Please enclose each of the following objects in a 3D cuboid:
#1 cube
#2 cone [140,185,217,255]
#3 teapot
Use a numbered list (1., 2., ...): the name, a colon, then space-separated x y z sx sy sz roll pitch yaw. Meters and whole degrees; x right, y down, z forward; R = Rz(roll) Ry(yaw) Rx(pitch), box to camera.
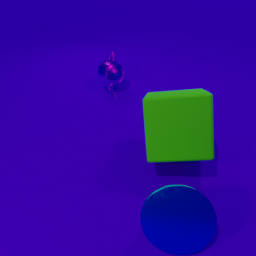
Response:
1. cube: 1.005 -0.096 5.714 1.247 1.247 1.247 -3 11 8
2. cone: 0.881 1.359 4.956 1.187 1.187 1.192 7 11 9
3. teapot: -0.486 -1.627 8.626 0.871 1.401 0.686 -2 4 -30
